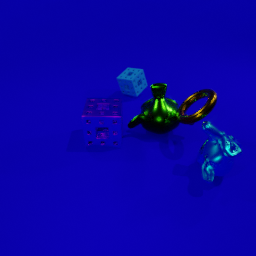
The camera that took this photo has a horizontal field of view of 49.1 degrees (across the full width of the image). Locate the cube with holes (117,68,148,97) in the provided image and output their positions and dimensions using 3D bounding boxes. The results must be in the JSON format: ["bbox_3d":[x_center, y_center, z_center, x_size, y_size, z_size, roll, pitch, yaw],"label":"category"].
[{"bbox_3d":[0.163,-1.745,10.609,0.733,0.733,0.733,16,51,38],"label":"cube with holes"}]

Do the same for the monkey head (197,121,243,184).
[{"bbox_3d":[2.100,0.544,6.994,1.292,1.082,1.796,41,28,-1],"label":"monkey head"}]

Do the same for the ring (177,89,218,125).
[{"bbox_3d":[1.870,-0.592,7.667,1.254,0.251,1.254,-37,24,19],"label":"ring"}]

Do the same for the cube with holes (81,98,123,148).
[{"bbox_3d":[-0.707,-0.162,8.234,1.072,1.072,1.072,1,34,1],"label":"cube with holes"}]

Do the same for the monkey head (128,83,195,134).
[{"bbox_3d":[0.962,-0.532,8.430,1.995,1.435,1.202,-3,50,5],"label":"monkey head"}]
